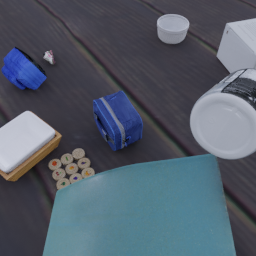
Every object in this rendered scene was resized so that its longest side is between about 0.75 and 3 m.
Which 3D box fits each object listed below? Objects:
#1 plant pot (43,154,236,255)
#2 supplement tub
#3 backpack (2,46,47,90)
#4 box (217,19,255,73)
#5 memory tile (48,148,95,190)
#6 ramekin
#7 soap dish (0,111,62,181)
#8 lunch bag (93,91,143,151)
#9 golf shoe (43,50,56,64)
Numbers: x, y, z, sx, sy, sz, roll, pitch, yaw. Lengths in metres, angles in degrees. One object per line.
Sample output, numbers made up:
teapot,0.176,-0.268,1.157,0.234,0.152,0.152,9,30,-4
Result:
plant pot,0.174,1.920,4.976,2.885,2.038,2.039,-5,50,8
supplement tub,1.497,-0.272,3.722,0.886,0.886,1.447,31,38,23
backpack,-3.118,-1.669,8.514,1.173,0.953,0.984,36,87,24
box,4.443,-2.477,8.901,2.408,1.280,1.833,-13,52,-10
memory tile,-1.311,1.109,6.764,0.973,0.107,1.270,-21,54,-17
ramekin,1.619,-3.588,10.248,1.150,0.603,1.150,0,50,0
soap dish,-2.651,0.437,6.948,1.288,0.665,1.637,33,58,24
lunch bag,-0.313,-0.127,7.196,0.963,0.989,1.456,-22,56,-16
golf shoe,-2.657,-2.348,9.475,0.347,0.274,0.754,-19,45,-10
